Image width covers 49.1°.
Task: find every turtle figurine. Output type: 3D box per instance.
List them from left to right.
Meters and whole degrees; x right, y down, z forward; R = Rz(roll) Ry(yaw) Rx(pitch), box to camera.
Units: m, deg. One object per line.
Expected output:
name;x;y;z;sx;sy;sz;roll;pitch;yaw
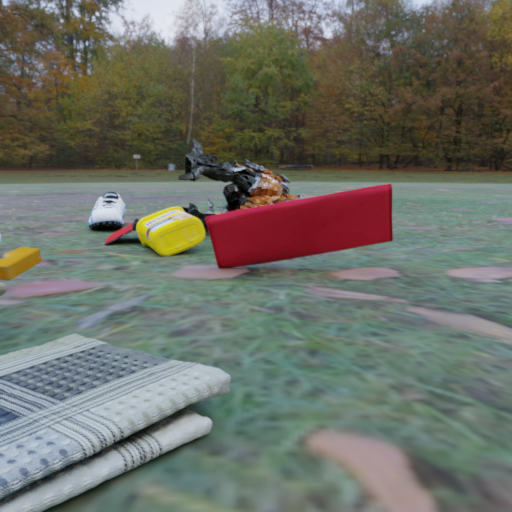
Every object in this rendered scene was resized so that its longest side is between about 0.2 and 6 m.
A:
turtle figurine;-0.892;-1.037;14.078;0.968;0.651;1.293;27;10;41

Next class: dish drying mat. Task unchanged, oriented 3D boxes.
dish drying mat;0.664;-0.412;8.229;2.674;1.027;0.243;-10;37;1

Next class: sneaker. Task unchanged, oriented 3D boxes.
sneaker;-3.688;-1.125;13.922;0.876;0.883;2.437;-1;11;-12

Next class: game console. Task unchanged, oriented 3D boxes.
game console;-2.464;-0.345;11.486;1.008;0.694;1.169;30;3;-15

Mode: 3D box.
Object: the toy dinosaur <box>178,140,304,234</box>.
toy dinosaur;-0.256;-1.359;12.336;2.705;2.036;3.986;10;-1;4

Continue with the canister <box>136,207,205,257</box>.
canister;-1.565;-0.452;10.212;0.991;0.578;1.334;-23;19;-18

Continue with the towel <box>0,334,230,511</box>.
towel;-1.339;0.946;3.345;1.804;0.324;1.873;4;12;39

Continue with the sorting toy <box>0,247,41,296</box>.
sorting toy;-3.156;0.320;4.842;1.796;0.323;2.411;5;24;19
